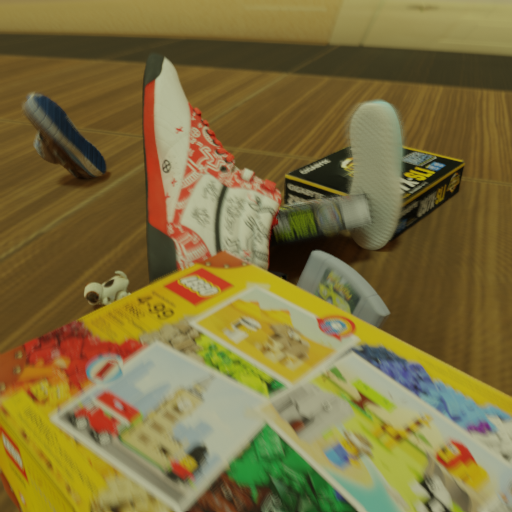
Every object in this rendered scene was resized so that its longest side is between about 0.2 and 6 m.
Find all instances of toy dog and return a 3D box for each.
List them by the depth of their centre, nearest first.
[{"bbox_3d":[-2.002,0.499,7.518,0.581,0.564,0.406,-8,43,-25],"label":"toy dog"}]

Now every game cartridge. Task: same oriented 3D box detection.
[{"bbox_3d":[1.014,0.540,6.866,0.259,0.842,1.265,-8,41,-44],"label":"game cartridge"}]

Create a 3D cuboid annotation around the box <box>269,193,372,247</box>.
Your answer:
[{"bbox_3d":[0.391,-0.499,8.520,2.140,0.474,1.715,-13,7,-21],"label":"box"}]

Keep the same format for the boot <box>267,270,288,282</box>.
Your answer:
[{"bbox_3d":[-0.388,0.594,7.058,1.075,0.829,2.219,9,29,18],"label":"boot"}]

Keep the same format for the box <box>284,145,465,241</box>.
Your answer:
[{"bbox_3d":[2.269,-1.378,10.595,2.263,0.699,2.834,25,38,34],"label":"box"}]

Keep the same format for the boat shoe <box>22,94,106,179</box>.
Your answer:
[{"bbox_3d":[-3.825,-2.159,10.816,0.784,2.165,0.782,-20,52,13],"label":"boat shoe"}]

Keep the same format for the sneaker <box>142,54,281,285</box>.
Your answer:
[{"bbox_3d":[-0.575,-1.051,6.873,1.577,2.942,0.982,-3,-14,-11],"label":"sneaker"}]

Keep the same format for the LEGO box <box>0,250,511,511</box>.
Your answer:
[{"bbox_3d":[0.035,1.701,4.470,3.840,1.482,2.859,26,39,37],"label":"LEGO box"}]

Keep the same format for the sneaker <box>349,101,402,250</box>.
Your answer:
[{"bbox_3d":[1.964,-1.267,8.799,0.856,2.317,0.949,13,28,27],"label":"sneaker"}]
